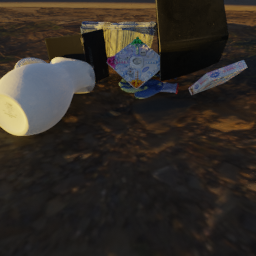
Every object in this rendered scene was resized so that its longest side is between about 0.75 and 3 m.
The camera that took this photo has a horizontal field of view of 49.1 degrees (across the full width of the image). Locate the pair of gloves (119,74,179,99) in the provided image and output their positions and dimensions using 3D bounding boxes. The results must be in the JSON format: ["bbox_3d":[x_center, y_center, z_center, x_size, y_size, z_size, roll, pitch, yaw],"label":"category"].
[{"bbox_3d":[0.781,-1.703,9.610,1.992,0.282,2.478,6,40,6],"label":"pair of gloves"}]

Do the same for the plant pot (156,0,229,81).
[{"bbox_3d":[1.887,-2.962,8.677,1.971,2.216,2.221,-4,74,5],"label":"plant pot"}]

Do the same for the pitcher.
[{"bbox_3d":[-2.508,-1.083,7.494,2.343,1.656,2.731,19,37,14],"label":"pitcher"}]

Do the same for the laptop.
[{"bbox_3d":[-1.607,-2.316,9.333,1.014,1.638,1.749,11,31,32],"label":"laptop"}]

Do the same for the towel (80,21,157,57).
[{"bbox_3d":[-0.363,-3.262,10.399,2.660,1.954,0.317,-2,72,-5],"label":"towel"}]

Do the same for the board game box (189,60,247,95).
[{"bbox_3d":[2.680,-1.504,8.499,1.298,1.302,0.268,-21,84,-15],"label":"board game box"}]

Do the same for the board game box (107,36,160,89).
[{"bbox_3d":[0.288,-2.152,9.035,1.440,0.186,1.440,-41,72,-15],"label":"board game box"}]

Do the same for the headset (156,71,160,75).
[{"bbox_3d":[1.045,-2.002,9.361,0.790,0.488,0.371,42,72,2],"label":"headset"}]
